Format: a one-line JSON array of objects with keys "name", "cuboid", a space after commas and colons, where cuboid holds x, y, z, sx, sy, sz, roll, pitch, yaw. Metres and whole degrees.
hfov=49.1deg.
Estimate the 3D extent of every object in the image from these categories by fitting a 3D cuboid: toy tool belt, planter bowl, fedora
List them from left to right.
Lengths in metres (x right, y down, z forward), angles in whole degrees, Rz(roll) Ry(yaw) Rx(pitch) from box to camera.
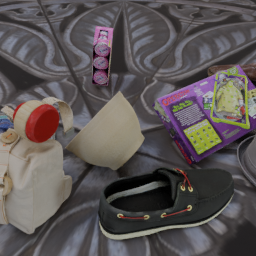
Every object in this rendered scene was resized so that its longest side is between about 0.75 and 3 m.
[{"name": "toy tool belt", "cuboid": [-2.051, 0.519, 5.049, 1.647, 2.681, 1.674, 24, 37, 21]}, {"name": "planter bowl", "cuboid": [-0.385, 0.202, 6.291, 1.165, 1.731, 1.731, 45, 48, -5]}, {"name": "fedora", "cuboid": [3.675, 0.643, 6.084, 2.113, 1.079, 2.389, -30, 49, -30]}]

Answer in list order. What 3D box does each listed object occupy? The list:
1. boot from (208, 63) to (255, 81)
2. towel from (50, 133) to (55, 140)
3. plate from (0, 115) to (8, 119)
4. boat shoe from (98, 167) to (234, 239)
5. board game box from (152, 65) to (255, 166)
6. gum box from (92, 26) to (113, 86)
[{"name": "boot", "cuboid": [3.723, -1.595, 8.946, 2.079, 0.668, 1.938, -2, 27, -7]}, {"name": "towel", "cuboid": [-2.359, 0.354, 7.113, 0.991, 0.171, 0.955, -7, 41, -7]}, {"name": "plate", "cuboid": [-3.098, -0.009, 7.034, 1.826, 0.233, 1.826, 6, 23, -3]}, {"name": "boat shoe", "cuboid": [0.872, 1.301, 5.453, 2.951, 0.925, 1.080, -10, 40, -17]}, {"name": "board game box", "cuboid": [2.287, -0.446, 7.250, 2.978, 0.481, 1.788, -24, 79, -24]}, {"name": "gum box", "cuboid": [-0.800, -2.225, 8.651, 0.538, 1.626, 0.923, 5, 53, -5]}]
